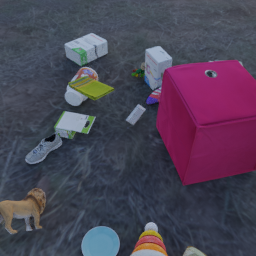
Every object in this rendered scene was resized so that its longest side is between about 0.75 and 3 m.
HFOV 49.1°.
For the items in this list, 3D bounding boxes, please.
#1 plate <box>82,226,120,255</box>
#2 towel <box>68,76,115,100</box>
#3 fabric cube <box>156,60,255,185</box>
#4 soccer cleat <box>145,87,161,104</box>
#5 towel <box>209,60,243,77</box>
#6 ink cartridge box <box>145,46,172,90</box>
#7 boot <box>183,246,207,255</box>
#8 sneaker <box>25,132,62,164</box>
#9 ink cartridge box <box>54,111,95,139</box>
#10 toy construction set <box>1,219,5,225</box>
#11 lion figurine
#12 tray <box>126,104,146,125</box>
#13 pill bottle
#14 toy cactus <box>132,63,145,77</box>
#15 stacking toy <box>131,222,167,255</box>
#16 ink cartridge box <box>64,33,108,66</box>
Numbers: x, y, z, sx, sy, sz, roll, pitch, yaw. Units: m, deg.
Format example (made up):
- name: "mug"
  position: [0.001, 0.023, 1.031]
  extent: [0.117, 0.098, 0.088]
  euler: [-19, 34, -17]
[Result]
- name: "plate"
  position: [-0.766, 3.294, 7.872]
  extent: [1.065, 0.136, 1.065]
  euler: [1, 45, -1]
- name: "towel"
  position: [-1.409, -1.538, 10.373]
  extent: [0.890, 0.187, 2.069]
  euler: [-32, 37, -22]
- name: "fabric cube"
  position: [2.801, -0.243, 9.490]
  extent: [2.815, 2.869, 2.860]
  euler: [-8, 46, -10]
- name: "soccer cleat"
  position: [1.652, -1.464, 12.313]
  extent: [1.971, 0.672, 0.721]
  euler: [-27, 58, -26]
- name: "towel"
  position: [4.992, -2.861, 13.916]
  extent: [1.783, 0.320, 1.851]
  euler: [1, 44, 1]
- name: "ink cartridge box"
  position: [1.337, -2.617, 12.672]
  extent: [0.727, 1.717, 1.241]
  euler: [-18, 48, -17]
- name: "boot"
  position: [1.886, 3.862, 6.999]
  extent: [1.520, 0.553, 1.181]
  euler: [29, 51, 27]
- name: "sneaker"
  position: [-3.101, 0.673, 10.149]
  extent: [0.569, 0.625, 1.524]
  euler: [28, 51, 25]
- name: "ink cartridge box"
  position: [-2.048, -0.065, 10.979]
  extent: [1.351, 0.512, 0.999]
  euler: [11, 45, 9]
- name: "toy construction set"
  position: [-4.269, 2.825, 7.704]
  extent: [1.890, 1.576, 1.452]
  euler: [4, 27, 18]
- name: "lion figurine"
  position: [-3.091, 2.331, 7.925]
  extent: [0.717, 1.978, 1.211]
  euler: [-19, 72, 24]
- name: "tray"
  position: [0.323, -0.510, 11.113]
  extent: [0.817, 0.439, 0.091]
  euler: [-51, 31, 11]
- name: "pill bottle"
  position: [-2.070, -1.822, 12.391]
  extent: [1.000, 1.000, 1.782]
  euler: [12, 47, 12]
- name: "toy cactus"
  position: [0.721, -2.816, 13.429]
  extent: [1.132, 0.934, 0.579]
  euler: [-7, 65, -7]
- name: "stacking toy"
  position: [0.628, 3.151, 7.572]
  extent: [1.100, 1.100, 1.505]
  euler: [6, 30, 6]
- name: "ink cartridge box"
  position: [-2.196, -4.213, 14.933]
  extent: [1.870, 0.786, 1.365]
  euler: [-34, 54, -29]
